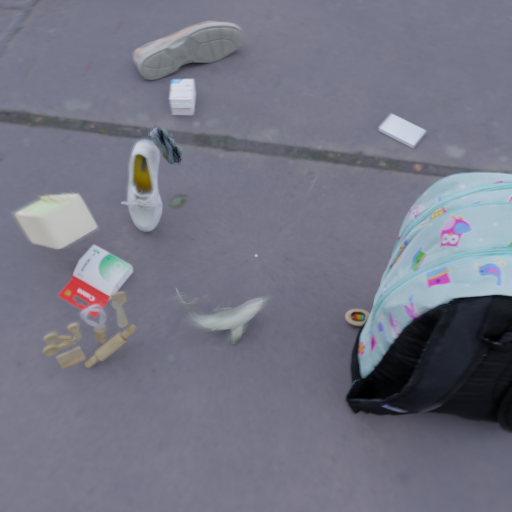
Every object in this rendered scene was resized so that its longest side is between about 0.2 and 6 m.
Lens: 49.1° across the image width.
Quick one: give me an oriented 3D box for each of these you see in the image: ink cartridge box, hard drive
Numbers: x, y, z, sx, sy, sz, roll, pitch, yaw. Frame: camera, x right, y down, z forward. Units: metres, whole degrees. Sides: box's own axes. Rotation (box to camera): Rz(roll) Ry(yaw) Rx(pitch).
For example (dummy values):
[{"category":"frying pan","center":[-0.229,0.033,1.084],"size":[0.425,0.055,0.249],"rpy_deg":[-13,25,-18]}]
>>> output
[{"category":"ink cartridge box","center":[-1.847,-3.940,14.047],"size":[0.545,0.531,0.848],"rpy_deg":[1,58,0]},{"category":"ink cartridge box","center":[-3.297,0.494,11.420],"size":[1.017,0.317,1.264],"rpy_deg":[27,60,16]},{"category":"hard drive","center":[3.580,-3.067,13.742],"size":[0.956,0.128,0.631],"rpy_deg":[33,64,18]}]

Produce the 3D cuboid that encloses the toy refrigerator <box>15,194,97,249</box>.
[{"category":"toy refrigerator","center":[-3.769,-0.683,10.377],"size":[0.802,0.739,2.113],"rpy_deg":[-35,21,-25]}]

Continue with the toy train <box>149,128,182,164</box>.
[{"category":"toy train","center":[-1.727,-2.080,10.634],"size":[0.332,0.779,0.444],"rpy_deg":[-47,24,-16]}]

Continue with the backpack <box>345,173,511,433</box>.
[{"category":"backpack","center":[3.326,0.908,8.698],"size":[3.699,4.432,2.806],"rpy_deg":[1,58,2]}]

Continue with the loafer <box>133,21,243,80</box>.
[{"category":"loafer","center":[-1.847,-5.633,14.870],"size":[2.955,1.062,0.929],"rpy_deg":[-24,54,-11]}]

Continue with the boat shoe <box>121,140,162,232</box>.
[{"category":"boat shoe","center":[-2.296,-1.250,11.341],"size":[0.746,2.020,0.861],"rpy_deg":[11,33,-1]}]

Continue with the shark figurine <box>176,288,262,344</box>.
[{"category":"shark figurine","center":[-0.786,1.087,10.580],"size":[1.627,0.972,0.679],"rpy_deg":[6,24,-26]}]

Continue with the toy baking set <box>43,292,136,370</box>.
[{"category":"toy baking set","center":[-2.830,1.407,9.861],"size":[1.932,1.483,0.225],"rpy_deg":[-36,60,4]}]

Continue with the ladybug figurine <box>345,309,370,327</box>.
[{"category":"ladybug figurine","center":[2.010,1.235,11.008],"size":[0.531,0.191,0.360],"rpy_deg":[6,58,4]}]
